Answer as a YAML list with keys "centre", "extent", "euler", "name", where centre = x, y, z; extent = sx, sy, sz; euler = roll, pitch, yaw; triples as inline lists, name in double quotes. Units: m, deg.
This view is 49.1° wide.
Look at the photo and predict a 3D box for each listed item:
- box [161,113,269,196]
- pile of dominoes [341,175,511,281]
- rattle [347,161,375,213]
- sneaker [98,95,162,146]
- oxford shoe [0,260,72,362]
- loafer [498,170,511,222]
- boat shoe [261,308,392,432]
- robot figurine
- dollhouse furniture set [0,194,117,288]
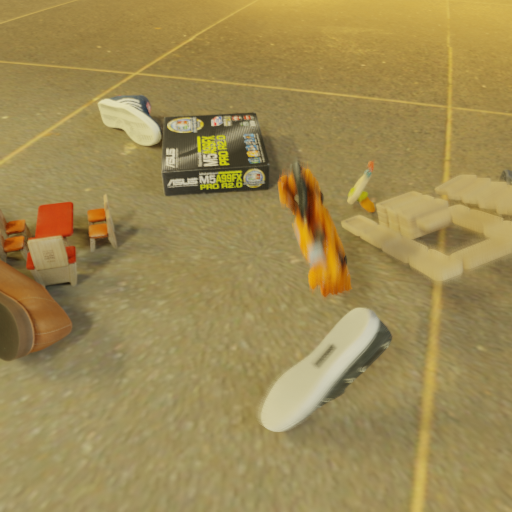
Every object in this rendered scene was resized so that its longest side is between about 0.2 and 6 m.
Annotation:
- centre: [-1.016, -2.502, 13.345]
  extent: [2.381, 0.658, 2.972]
  euler: [-3, 37, -4]
  name: "box"
- centre: [3.362, -0.463, 9.465]
  extent: [2.885, 0.589, 3.702]
  euler: [-20, 20, -8]
  name: "pile of dominoes"
- centre: [2.305, -1.357, 11.298]
  extent: [0.680, 0.951, 0.619]
  euler: [42, 37, 10]
  name: "rattle"
- centre: [-3.060, -3.705, 14.690]
  extent: [1.111, 0.985, 2.628]
  euler: [-32, 47, -29]
  name: "sneaker"
- centre: [-4.185, 0.595, 9.089]
  extent: [3.225, 1.150, 1.149]
  euler: [33, 25, 30]
  name: "oxford shoe"
- centre: [5.397, -1.114, 11.422]
  extent: [0.717, 0.818, 2.275]
  euler: [13, 36, 11]
  name: "loafer"
- centre: [0.912, 1.556, 7.163]
  extent: [2.043, 0.578, 0.701]
  euler: [-48, 27, 10]
  name: "boat shoe"
- centre: [0.843, -0.421, 8.258]
  extent: [0.567, 1.413, 1.948]
  euler: [-22, 70, 14]
  name: "robot figurine"
- centre: [-3.673, -0.419, 10.207]
  extent: [2.084, 1.074, 2.062]
  euler: [-9, 38, -12]
  name: "dollhouse furniture set"
